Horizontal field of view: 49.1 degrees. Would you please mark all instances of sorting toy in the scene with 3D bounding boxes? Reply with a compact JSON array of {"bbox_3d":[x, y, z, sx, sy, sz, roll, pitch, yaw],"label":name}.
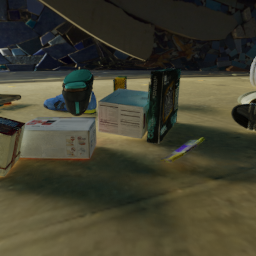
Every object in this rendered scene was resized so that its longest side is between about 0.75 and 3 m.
[{"bbox_3d":[-6.783,-1.254,13.322,2.703,0.362,2.014,3,19,13],"label":"sorting toy"}]

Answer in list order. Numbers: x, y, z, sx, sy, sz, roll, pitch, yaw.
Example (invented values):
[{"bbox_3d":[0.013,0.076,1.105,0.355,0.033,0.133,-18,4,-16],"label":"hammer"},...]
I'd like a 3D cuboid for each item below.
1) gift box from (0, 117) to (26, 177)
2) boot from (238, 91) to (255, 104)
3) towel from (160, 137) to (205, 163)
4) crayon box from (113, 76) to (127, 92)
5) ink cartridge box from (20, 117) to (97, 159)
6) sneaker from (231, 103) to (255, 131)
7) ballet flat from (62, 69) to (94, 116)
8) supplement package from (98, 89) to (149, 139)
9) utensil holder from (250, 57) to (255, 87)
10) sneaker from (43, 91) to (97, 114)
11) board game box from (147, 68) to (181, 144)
[{"bbox_3d":[-2.719,0.330,5.556,1.070,0.999,0.987,16,16,-2],"label":"gift box"},{"bbox_3d":[5.840,-0.990,11.013,2.602,0.938,2.012,0,14,8],"label":"boot"},{"bbox_3d":[1.119,0.463,5.808,0.901,0.103,0.647,-31,-1,-11],"label":"towel"},{"bbox_3d":[-0.366,-1.866,13.803,0.504,1.228,1.953,1,15,5],"label":"crayon box"},{"bbox_3d":[-1.627,0.187,6.786,1.655,0.694,1.453,1,14,2],"label":"ink cartridge box"},{"bbox_3d":[4.256,-0.318,8.891,2.178,0.817,1.258,11,10,4],"label":"sneaker"},{"bbox_3d":[-1.541,-1.073,8.512,0.973,0.979,2.862,-3,21,-2],"label":"ballet flat"},{"bbox_3d":[0.041,-0.489,8.303,1.313,0.935,1.686,9,23,16],"label":"supplement package"},{"bbox_3d":[10.637,-4.016,20.049,2.387,2.387,2.808,-13,20,-41],"label":"utensil holder"},{"bbox_3d":[-2.435,-1.209,11.684,2.652,1.040,0.874,6,17,28],"label":"sneaker"},{"bbox_3d":[1.110,-0.794,8.290,0.390,1.873,2.769,7,15,18],"label":"board game box"}]
